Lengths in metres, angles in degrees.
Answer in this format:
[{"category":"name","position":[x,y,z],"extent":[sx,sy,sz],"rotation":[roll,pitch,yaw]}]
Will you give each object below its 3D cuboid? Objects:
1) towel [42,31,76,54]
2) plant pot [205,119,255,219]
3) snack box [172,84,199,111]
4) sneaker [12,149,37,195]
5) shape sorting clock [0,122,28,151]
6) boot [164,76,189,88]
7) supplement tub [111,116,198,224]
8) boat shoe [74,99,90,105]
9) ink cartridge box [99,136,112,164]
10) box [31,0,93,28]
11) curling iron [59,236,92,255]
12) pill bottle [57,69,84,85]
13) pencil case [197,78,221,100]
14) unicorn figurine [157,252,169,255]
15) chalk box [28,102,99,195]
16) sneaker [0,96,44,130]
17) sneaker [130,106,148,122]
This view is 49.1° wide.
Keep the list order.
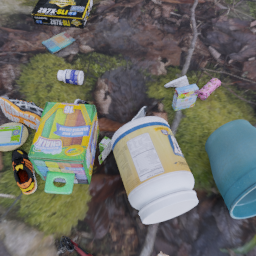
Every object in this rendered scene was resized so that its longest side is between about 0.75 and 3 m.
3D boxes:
[{"category":"towel","position":[-3.514,-4.353,14.173],"extent":[1.429,0.155,1.048],"rotation":[-37,64,-23]},{"category":"plant pot","position":[3.832,1.163,9.069],"extent":[2.620,2.620,2.462],"rotation":[-16,49,-11]},{"category":"snack box","position":[2.334,-1.234,11.466],"extent":[0.905,1.073,0.363],"rotation":[-14,57,-10]},{"category":"sneaker","position":[-3.700,1.368,9.815],"extent":[0.660,0.849,1.886],"rotation":[-21,58,-14]},{"category":"shape sorting clock","position":[-4.600,0.331,10.872],"extent":[1.414,0.277,1.414],"rotation":[1,53,-1]},{"category":"boot","position":[2.160,-1.876,12.314],"extent":[1.048,0.385,0.501],"rotation":[-23,92,4]},{"category":"supplement tub","position":[0.814,1.330,9.027],"extent":[2.119,2.119,2.930],"rotation":[-15,60,-10]},{"category":"boat shoe","position":[-1.868,-0.980,11.493],"extent":[0.291,0.878,0.307],"rotation":[16,94,22]},{"category":"ink cartridge box","position":[-0.926,0.825,10.322],"extent":[0.323,0.629,0.851],"rotation":[28,60,18]},{"category":"box","position":[-3.536,-6.520,15.346],"extent":[2.826,0.697,2.257],"rotation":[7,57,5]},{"category":"curling iron","position":[-1.179,4.002,8.310],"extent":[2.256,0.288,0.559],"rotation":[32,25,16]},{"category":"pill bottle","position":[-2.556,-2.284,12.466],"extent":[1.042,0.624,0.624],"rotation":[8,56,6]},{"category":"pencil case","position":[3.517,-1.698,12.132],"extent":[0.514,0.492,1.189],"rotation":[32,60,30]},{"category":"unicorn figurine","position":[1.083,4.135,8.215],"extent":[0.633,0.340,0.921],"rotation":[23,53,3]},{"category":"chalk box","position":[-2.130,0.794,9.613],"extent":[1.813,1.804,2.914],"rotation":[4,56,3]},{"category":"sneaker","position":[-4.203,-0.719,11.327],"extent":[2.315,0.906,0.894],"rotation":[26,47,12]},{"category":"sneaker","position":[0.622,-0.362,11.327],"extent":[0.626,0.407,1.084],"rotation":[36,73,16]}]
